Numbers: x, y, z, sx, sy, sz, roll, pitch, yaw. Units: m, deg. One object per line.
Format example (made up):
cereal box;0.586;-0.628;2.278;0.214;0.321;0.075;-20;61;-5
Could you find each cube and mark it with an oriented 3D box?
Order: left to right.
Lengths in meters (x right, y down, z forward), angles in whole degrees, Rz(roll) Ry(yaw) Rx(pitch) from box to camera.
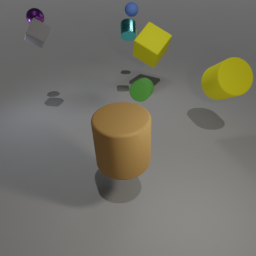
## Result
cube;-3.466;-3.623;10.723;0.700;0.700;0.700;24;-13;-21
cube;1.220;-4.282;14.558;1.400;1.400;1.400;34;75;6

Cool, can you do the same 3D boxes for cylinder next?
cylinder;-0.139;0.302;6.895;1.400;1.400;1.400;-2;37;1
cylinder;0.013;-4.381;12.509;0.700;0.700;0.700;-1;70;-2
cylinder;0.468;-1.296;9.416;0.700;0.700;0.700;8;19;12
cylinder;3.739;-1.832;10.688;1.400;1.400;1.400;-6;0;-11

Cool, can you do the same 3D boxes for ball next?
ball;-3.695;-4.407;11.159;0.700;0.700;0.700;0;31;0
ball;0.183;-6.065;14.339;0.700;0.700;0.700;0;31;0
